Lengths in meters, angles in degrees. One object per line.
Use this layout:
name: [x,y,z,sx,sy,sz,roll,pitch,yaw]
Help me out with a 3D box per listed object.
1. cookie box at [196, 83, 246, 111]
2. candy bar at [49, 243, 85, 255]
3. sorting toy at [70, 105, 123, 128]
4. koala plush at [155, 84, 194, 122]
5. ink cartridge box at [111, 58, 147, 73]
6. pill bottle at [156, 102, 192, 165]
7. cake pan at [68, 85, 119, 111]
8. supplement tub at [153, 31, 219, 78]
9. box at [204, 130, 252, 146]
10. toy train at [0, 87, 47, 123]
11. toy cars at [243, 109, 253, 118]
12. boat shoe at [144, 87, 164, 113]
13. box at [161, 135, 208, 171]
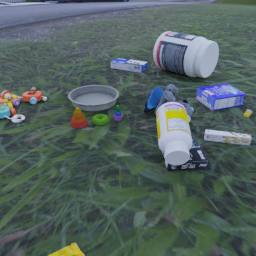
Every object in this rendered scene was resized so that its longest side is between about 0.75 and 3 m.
cookie box: [3.748,-1.287,11.406,1.466,0.551,1.254,-9,31,-16]
candy bar: [-1.599,2.575,5.093,1.617,0.179,0.403,-19,31,-29]
sorting toy: [-1.119,-0.508,9.968,1.915,0.659,0.664,-8,31,-13]
koala plush: [1.759,-0.727,10.189,1.303,1.198,1.156,26,32,2]
ink cartridge box: [0.055,-3.429,15.271,1.829,0.404,0.860,13,32,22]
pill bottle: [1.273,0.148,7.768,0.905,0.905,1.736,1,47,1]
cake pan: [-1.393,-1.232,11.489,2.050,0.376,2.050,0,30,0]
supplement tub: [2.881,-3.703,14.152,2.804,1.968,1.968,26,39,37]
box: [3.167,0.302,8.934,1.405,0.291,0.272,7,31,11]
toy train: [-4.331,-1.064,10.919,1.790,0.663,2.384,2,30,4]
toy cars: [4.780,-0.599,10.554,0.992,0.220,0.445,-5,31,-9]
boat shoe: [0.946,-1.127,10.989,0.644,0.526,1.532,45,42,1]
box: [1.570,0.699,8.221,1.118,0.304,1.395,-2,30,-3]
